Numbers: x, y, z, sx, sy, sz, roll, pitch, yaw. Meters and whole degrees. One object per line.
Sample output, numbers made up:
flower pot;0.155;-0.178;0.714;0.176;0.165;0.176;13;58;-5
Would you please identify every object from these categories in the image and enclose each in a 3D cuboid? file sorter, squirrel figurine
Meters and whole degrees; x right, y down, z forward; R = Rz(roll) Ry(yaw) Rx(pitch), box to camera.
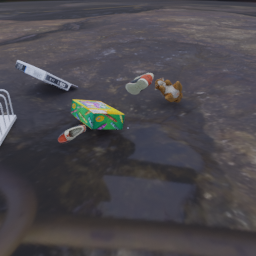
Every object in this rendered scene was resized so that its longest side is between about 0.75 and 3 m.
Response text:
file sorter;-4.203;-0.333;8.192;1.205;1.082;1.737;-2;29;-4
squirrel figurine;1.435;-1.352;10.033;0.984;0.746;1.054;34;5;39

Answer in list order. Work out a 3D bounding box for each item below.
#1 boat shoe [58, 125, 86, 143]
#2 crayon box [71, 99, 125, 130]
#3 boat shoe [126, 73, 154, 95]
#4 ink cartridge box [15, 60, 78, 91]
boat shoe;-1.555;0.170;7.641;0.877;0.312;0.274;-26;4;8
crayon box;-0.955;-0.426;8.439;0.996;0.488;1.676;1;17;-33
boat shoe;0.388;-1.544;9.730;0.444;0.505;1.418;-51;16;-23
ink cartridge box;-3.207;-1.996;11.133;1.809;0.396;1.826;25;3;31
